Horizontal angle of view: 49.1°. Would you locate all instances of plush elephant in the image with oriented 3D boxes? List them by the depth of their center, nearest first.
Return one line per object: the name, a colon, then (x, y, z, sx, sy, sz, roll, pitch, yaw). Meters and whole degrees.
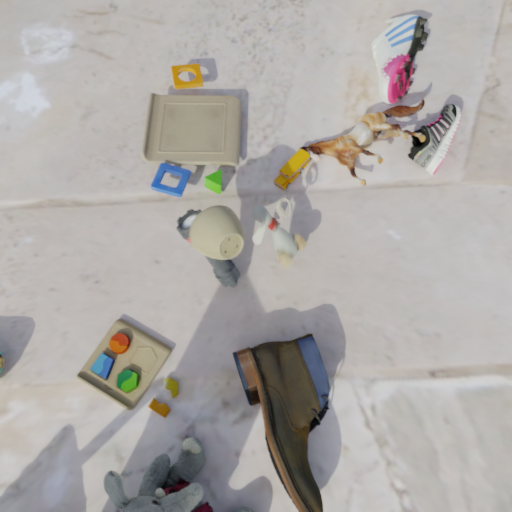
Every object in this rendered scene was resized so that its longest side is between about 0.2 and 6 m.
plush elephant: (-1.348, 3.942, 8.457, 2.355, 1.823, 1.940, -30, 66, -15)

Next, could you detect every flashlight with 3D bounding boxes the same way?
flashlight: (-0.872, -0.122, 10.622, 0.586, 1.724, 0.584, 3, 54, 32)

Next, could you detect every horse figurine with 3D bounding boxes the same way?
horse figurine: (2.530, -2.612, 12.507, 2.675, 0.668, 1.773, -39, 45, -9)

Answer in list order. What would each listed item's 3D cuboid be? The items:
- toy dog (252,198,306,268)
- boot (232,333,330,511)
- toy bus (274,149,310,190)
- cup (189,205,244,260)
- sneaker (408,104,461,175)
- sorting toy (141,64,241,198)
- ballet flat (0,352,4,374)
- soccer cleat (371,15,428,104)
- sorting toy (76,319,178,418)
toy dog: (0.382, -0.413, 11.076, 0.894, 0.653, 1.356, -25, 97, -26)
boot: (0.808, 2.760, 9.474, 1.530, 1.180, 3.157, -20, 62, -8)
toy bus: (0.793, -1.912, 12.417, 0.313, 0.377, 0.963, 35, 67, 17)
cup: (-0.595, -0.311, 9.793, 0.967, 0.967, 0.691, -29, 39, -15)
sneaker: (3.990, -2.771, 12.662, 0.849, 0.716, 1.941, 26, 69, 3)
sorting toy: (-1.442, -2.847, 12.866, 2.163, 0.523, 3.842, 3, 62, -3)
ballet flat: (-5.764, 2.011, 10.150, 2.312, 0.817, 0.817, 5, 62, 3)
soccer cleat: (3.311, -4.812, 13.772, 1.221, 0.988, 2.828, 11, 61, 28)
sorting toy: (-2.201, 2.103, 10.339, 1.852, 0.248, 1.380, 27, 65, 14)
